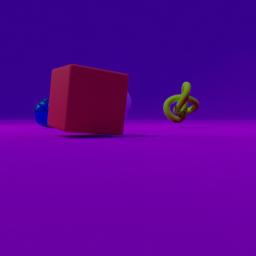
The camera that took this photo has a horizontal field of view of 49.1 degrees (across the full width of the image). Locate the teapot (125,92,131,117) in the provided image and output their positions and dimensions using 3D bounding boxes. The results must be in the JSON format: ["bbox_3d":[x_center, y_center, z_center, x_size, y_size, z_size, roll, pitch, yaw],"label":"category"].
[{"bbox_3d":[-0.421,-1.070,11.908,0.894,1.827,1.136,-16,14,32],"label":"teapot"}]

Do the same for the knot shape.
[{"bbox_3d":[1.736,-0.712,8.767,0.594,1.286,1.203,32,2,39],"label":"knot shape"}]

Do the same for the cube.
[{"bbox_3d":[-0.607,-0.394,4.124,0.876,0.876,0.876,4,4,-31],"label":"cube"}]

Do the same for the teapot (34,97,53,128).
[{"bbox_3d":[-2.142,-0.408,7.793,0.705,0.895,1.440,33,-17,23],"label":"teapot"}]
